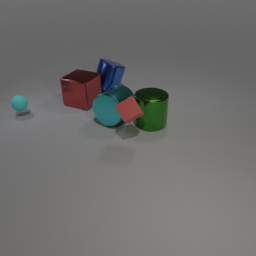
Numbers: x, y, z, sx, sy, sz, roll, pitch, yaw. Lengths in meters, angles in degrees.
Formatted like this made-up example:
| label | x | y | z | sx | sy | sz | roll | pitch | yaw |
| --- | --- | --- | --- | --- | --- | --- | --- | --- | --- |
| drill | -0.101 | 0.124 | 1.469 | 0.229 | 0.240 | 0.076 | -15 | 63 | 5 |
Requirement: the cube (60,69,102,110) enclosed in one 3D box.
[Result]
| label | x | y | z | sx | sy | sz | roll | pitch | yaw |
| --- | --- | --- | --- | --- | --- | --- | --- | --- | --- |
| cube | -2.219 | -1.872 | 13.505 | 1.400 | 1.400 | 1.400 | 14 | 34 | 22 |

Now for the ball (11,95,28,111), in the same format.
| label | x | y | z | sx | sy | sz | roll | pitch | yaw |
| --- | --- | --- | --- | --- | --- | --- | --- | --- | --- |
| ball | -4.822 | -1.091 | 12.423 | 0.700 | 0.700 | 0.700 | 0 | 31 | 0 |

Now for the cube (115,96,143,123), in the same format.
| label | x | y | z | sx | sy | sz | roll | pitch | yaw |
| --- | --- | --- | --- | --- | --- | --- | --- | --- | --- |
| cube | 0.060 | -0.651 | 10.291 | 0.700 | 0.700 | 0.700 | -31 | -8 | 8 |

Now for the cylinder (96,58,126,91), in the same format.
| label | x | y | z | sx | sy | sz | roll | pitch | yaw |
| --- | --- | --- | --- | --- | --- | --- | --- | --- | --- |
| cylinder | -0.990 | -2.729 | 14.565 | 1.400 | 1.400 | 1.400 | 18 | 19 | -6 |

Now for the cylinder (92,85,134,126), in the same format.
| label | x | y | z | sx | sy | sz | roll | pitch | yaw |
| --- | --- | --- | --- | --- | --- | --- | --- | --- | --- |
| cylinder | -0.564 | -0.978 | 11.920 | 1.400 | 1.400 | 1.400 | 14 | 29 | 22 |

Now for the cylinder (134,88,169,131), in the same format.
| label | x | y | z | sx | sy | sz | roll | pitch | yaw |
| --- | --- | --- | --- | --- | --- | --- | --- | --- | --- |
| cylinder | 0.963 | -0.793 | 11.731 | 1.400 | 1.400 | 1.400 | 0 | 31 | 0 |
